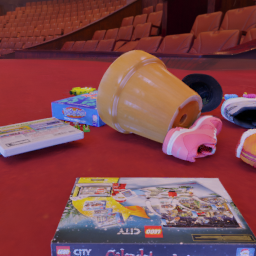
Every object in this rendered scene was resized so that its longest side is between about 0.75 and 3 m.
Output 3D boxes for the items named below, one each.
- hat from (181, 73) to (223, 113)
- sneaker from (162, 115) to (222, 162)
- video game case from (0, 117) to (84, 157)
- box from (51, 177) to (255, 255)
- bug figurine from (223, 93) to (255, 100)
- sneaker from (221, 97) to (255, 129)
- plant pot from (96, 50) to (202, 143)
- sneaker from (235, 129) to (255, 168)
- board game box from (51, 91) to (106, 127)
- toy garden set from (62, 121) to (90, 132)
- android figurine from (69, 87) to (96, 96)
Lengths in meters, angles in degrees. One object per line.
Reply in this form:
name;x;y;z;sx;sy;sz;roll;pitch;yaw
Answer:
hat;2.613;-1.377;10.230;1.691;1.691;0.682;4;37;12
sneaker;1.901;0.351;7.164;2.269;0.836;0.984;-20;39;-39
video game case;-2.532;0.165;7.515;2.050;0.226;1.867;-14;22;-36
box;0.330;1.333;4.168;2.511;0.473;1.715;0;17;1
bug figurine;5.181;-1.232;12.311;1.525;0.506;1.966;-3;17;-9
sneaker;4.565;-0.436;9.166;2.649;1.030;1.853;-7;18;8
plant pot;0.738;-0.665;7.930;2.231;2.437;2.437;33;34;33
sneaker;3.756;0.396;6.743;2.806;1.024;1.082;-20;39;-31
board game box;-1.123;-0.858;10.864;2.190;0.648;2.880;10;20;30
toy garden set;-1.827;-0.083;9.119;1.096;0.219;0.913;-4;18;-11
android figurine;-2.405;-1.992;15.118;1.424;0.292;1.296;-19;25;-41
